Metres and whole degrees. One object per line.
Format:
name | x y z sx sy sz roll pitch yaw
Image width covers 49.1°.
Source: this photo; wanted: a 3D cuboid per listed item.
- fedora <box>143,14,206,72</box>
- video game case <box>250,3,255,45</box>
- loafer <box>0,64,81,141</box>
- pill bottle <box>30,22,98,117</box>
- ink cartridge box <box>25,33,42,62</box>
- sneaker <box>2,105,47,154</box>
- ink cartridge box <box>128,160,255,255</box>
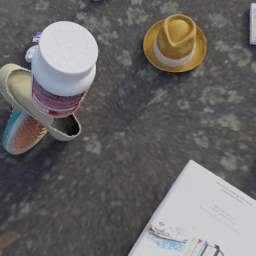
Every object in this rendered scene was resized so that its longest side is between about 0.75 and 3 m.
fedora | 1.539 -2.854 8.898 2.222 0.906 2.222 0 68 0
video game case | 4.974 -3.480 9.545 1.565 0.197 1.720 9 67 4
loafer | -2.072 -0.605 7.095 0.892 2.613 0.989 4 57 44
pill bottle | -1.300 -1.041 5.523 1.165 2.127 1.165 6 73 -19
ink cartridge box | -2.578 -2.671 9.167 1.240 0.272 1.252 5 66 3
sneaker | -2.761 -0.693 7.997 1.191 1.064 2.980 18 71 26
ink cartridge box | 1.295 2.599 5.918 2.046 2.082 2.829 33 72 13
